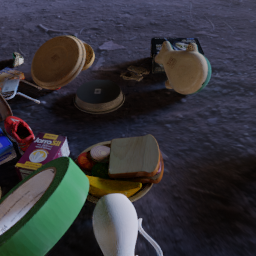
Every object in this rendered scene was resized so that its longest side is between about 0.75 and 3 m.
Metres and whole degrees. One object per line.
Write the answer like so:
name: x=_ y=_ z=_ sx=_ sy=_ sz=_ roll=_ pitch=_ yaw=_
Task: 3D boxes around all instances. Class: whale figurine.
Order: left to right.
whale figurine: x=2.214 y=-2.448 z=11.261 sx=1.333 sy=2.044 sz=2.569 roll=0 pitch=38 yaw=-45

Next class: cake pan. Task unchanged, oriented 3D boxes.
cake pan: x=-1.130 y=-1.286 z=10.899 sx=1.999 sy=0.367 sz=1.999 roll=0 pitch=40 yaw=0

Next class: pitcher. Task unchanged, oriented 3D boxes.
pitcher: x=-0.042 y=2.336 z=6.182 sx=1.420 sy=1.004 sz=1.655 roll=0 pitch=49 yaw=-14

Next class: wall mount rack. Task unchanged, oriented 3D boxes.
wall mount rack: x=-4.245 y=-1.412 z=10.883 sx=1.557 sy=0.668 sz=1.792 roll=-9 pitch=41 yaw=-5

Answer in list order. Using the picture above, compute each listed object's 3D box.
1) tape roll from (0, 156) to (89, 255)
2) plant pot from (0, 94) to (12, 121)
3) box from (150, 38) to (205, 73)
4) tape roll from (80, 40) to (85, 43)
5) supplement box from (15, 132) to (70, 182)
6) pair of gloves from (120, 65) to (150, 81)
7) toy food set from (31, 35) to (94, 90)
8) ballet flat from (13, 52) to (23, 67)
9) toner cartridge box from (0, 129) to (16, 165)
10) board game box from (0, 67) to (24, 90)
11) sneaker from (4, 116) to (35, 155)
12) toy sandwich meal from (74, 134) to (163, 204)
tape roll: x=-2.083 y=1.759 z=5.793 sx=2.773 sy=0.666 sz=2.773 roll=-33 pitch=19 yaw=13
plant pot: x=-4.937 y=-0.558 z=9.340 sx=1.452 sy=1.452 sz=1.438 roll=29 pitch=56 yaw=30
box: x=2.190 y=-3.360 z=12.902 sx=2.229 sy=0.960 sz=1.826 roll=1 pitch=41 yaw=1
tape roll: x=-2.219 y=-3.252 z=12.505 sx=1.306 sy=1.306 sz=0.431 roll=19 pitch=43 yaw=21
supplement box: x=-2.381 y=0.896 z=7.999 sx=0.938 sy=0.739 sz=1.432 roll=7 pitch=41 yaw=9
pair of gloves: x=0.306 y=-2.373 z=12.326 sx=1.020 sy=0.210 sz=1.199 roll=15 pitch=40 yaw=22
toy food set: x=-2.881 y=-2.781 z=11.700 sx=2.613 sy=0.642 sz=2.640 roll=36 pitch=85 yaw=26
ballet flat: x=-5.201 y=-3.255 z=13.259 sx=0.475 sy=0.428 sz=1.261 roll=2 pitch=35 yaw=-25
toner cartridge box: x=-4.786 y=0.926 z=8.089 sx=2.642 sy=0.570 sz=1.255 roll=-29 pitch=49 yaw=-29
board game box: x=-5.253 y=-2.072 z=11.880 sx=0.990 sy=0.303 sz=1.307 roll=21 pitch=44 yaw=23
sneaker: x=-3.411 y=0.051 z=8.931 sx=0.755 sy=0.833 sz=1.961 roll=-28 pitch=48 yaw=-30
toy sandwich meal: x=-0.311 y=0.996 z=7.741 sx=2.647 sy=0.907 sz=2.647 roll=0 pitch=40 yaw=0
